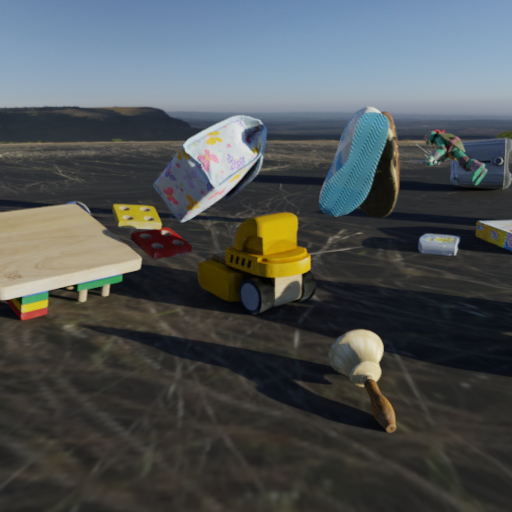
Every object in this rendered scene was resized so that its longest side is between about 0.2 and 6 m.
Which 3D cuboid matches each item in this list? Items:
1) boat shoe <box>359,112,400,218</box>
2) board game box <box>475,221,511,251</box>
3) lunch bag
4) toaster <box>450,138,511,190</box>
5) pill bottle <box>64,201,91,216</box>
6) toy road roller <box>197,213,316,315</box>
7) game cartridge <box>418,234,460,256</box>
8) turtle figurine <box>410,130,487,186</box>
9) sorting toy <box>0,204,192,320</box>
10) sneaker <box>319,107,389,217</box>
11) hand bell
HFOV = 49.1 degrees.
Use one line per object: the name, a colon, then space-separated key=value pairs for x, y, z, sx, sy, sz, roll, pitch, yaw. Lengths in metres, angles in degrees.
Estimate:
boat shoe: x=2.549 y=-1.807 z=11.407 sx=0.870 sy=2.418 sz=0.816 roll=15 pitch=52 yaw=23
board game box: x=5.360 y=-0.384 z=11.057 sx=1.280 sy=0.337 sz=1.673 roll=-2 pitch=15 yaw=-8
lunch bag: x=-0.655 y=-1.529 z=9.609 sx=1.742 sy=1.107 sz=1.477 roll=-41 pitch=3 yaw=-38
toaster: x=7.509 y=-3.041 z=18.667 sx=1.845 sy=1.623 sz=2.857 roll=4 pitch=7 yaw=23
pill bottle: x=-3.890 y=-0.807 z=12.038 sx=0.672 sy=0.672 sz=1.264 roll=-5 pitch=15 yaw=-18
toy road roller: x=0.011 y=-0.007 z=7.793 sx=1.047 sy=1.244 sz=1.704 roll=-11 pitch=18 yaw=-38
game cartridge: x=3.503 y=-0.227 z=10.772 sx=0.723 sy=0.219 sz=1.084 roll=2 pitch=14 yaw=23
turtle figurine: x=3.413 y=-1.817 z=10.050 sx=1.424 sy=0.717 sz=1.066 roll=39 pitch=31 yaw=26
sorting toy: x=-2.900 y=0.032 z=7.957 sx=4.079 sy=0.690 sz=1.967 roll=-15 pitch=37 yaw=-43
sneaker: x=1.569 y=-1.492 z=9.085 sx=0.706 sy=1.845 sz=0.745 roll=21 pitch=24 yaw=-9
hand bell: x=1.045 y=1.190 z=5.052 sx=0.546 sy=0.546 sz=1.049 roll=-2 pitch=28 yaw=-8
